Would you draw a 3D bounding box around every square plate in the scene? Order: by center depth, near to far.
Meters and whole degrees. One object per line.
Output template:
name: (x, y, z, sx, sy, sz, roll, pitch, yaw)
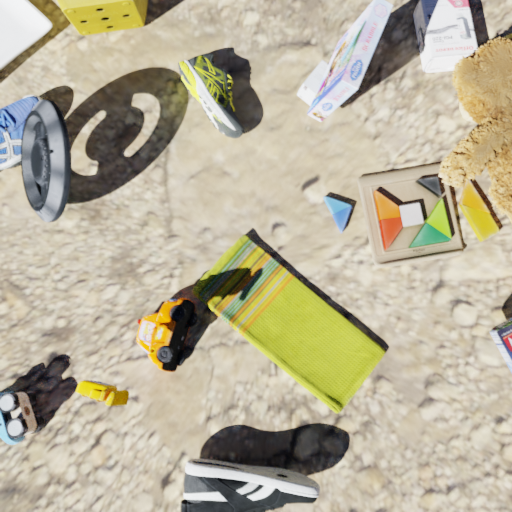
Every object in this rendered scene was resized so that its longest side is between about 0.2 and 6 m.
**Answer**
square plate: (-6.045, -4.700, 11.659, 2.665, 0.383, 2.691, 44, 82, 8)

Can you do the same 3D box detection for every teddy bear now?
teddy bear: (5.090, -1.947, 10.753, 3.110, 1.432, 4.289, -43, 89, -1)

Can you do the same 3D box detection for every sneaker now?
sneaker: (-0.131, 4.340, 9.646, 2.357, 0.861, 1.318, 6, 82, 9)
sneaker: (-5.192, -2.153, 10.784, 1.056, 1.075, 2.790, 44, 79, 10)
sneaker: (-0.756, -3.274, 11.179, 0.852, 0.750, 2.014, -34, 80, -7)

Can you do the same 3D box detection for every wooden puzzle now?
wooden puzzle: (3.026, -0.823, 10.885, 3.053, 0.357, 2.060, -16, 79, -3)

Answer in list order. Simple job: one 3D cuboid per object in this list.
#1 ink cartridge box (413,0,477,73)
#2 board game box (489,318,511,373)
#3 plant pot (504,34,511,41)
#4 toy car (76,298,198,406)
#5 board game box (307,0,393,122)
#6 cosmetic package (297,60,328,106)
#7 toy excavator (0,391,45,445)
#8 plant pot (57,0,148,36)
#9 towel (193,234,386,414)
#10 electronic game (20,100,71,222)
ink cartridge box: (3.886, -4.559, 11.527, 1.009, 0.587, 1.385, -6, 80, -1)
board game box: (5.936, 1.430, 10.086, 3.261, 1.006, 3.259, -24, 79, -4)
plant pot: (5.202, -4.013, 11.099, 1.023, 1.023, 0.726, 32, 58, 6)
toy car: (-1.977, 1.421, 9.376, 0.960, 2.884, 1.414, 13, 96, 16)
board game box: (1.654, -3.497, 10.162, 0.354, 1.719, 1.715, 26, 78, -11)
cosmetic package: (1.276, -3.407, 11.255, 0.562, 0.561, 0.681, 38, 79, -2)
toy excavator: (-4.748, 2.800, 10.031, 1.428, 0.713, 1.389, -24, 78, 4)
plant pot: (-3.140, -5.578, 11.137, 2.032, 2.032, 1.792, -9, 92, -2)
towel: (0.600, 1.226, 10.486, 3.548, 0.320, 1.527, 39, 82, 7)
electronic game: (-3.818, -1.711, 10.197, 0.457, 2.196, 2.196, -5, 76, -38)
